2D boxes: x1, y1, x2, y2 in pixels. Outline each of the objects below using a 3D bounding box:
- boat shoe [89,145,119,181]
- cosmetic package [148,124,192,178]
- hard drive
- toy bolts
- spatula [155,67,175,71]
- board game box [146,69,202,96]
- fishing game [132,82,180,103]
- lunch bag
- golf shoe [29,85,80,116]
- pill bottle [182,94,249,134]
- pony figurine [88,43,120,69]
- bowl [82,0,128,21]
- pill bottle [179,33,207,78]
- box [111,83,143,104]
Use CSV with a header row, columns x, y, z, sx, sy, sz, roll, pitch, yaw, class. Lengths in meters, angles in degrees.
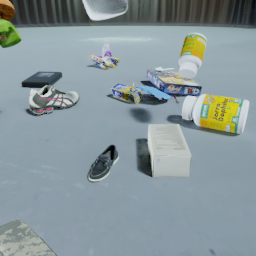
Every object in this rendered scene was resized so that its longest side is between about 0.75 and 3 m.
x,y,z,sx,sy,sz,roll,pitch,yaw,class
-0.564,0.786,6.689,0.474,0.421,1.269,12,28,24,boat shoe
0.982,0.516,7.039,0.897,0.606,1.705,1,25,1,cosmetic package
-4.086,-2.337,13.455,1.309,0.308,1.876,3,25,6,hard drive
-4.030,-2.823,6.797,2.059,1.495,2.156,-20,-3,5,toy bolts
2.048,-2.797,14.246,1.226,0.098,0.853,-12,58,-28,spatula
1.963,-2.071,12.474,1.664,0.425,2.456,3,23,-16,board game box
1.064,-1.343,11.029,1.961,0.305,1.404,16,19,-9,fishing game
-1.552,1.986,3.377,1.258,1.045,1.500,-17,31,-42,lunch bag
-2.609,-1.129,10.228,0.802,0.916,2.079,18,29,35,golf shoe
2.680,-0.492,8.683,1.844,1.040,1.040,13,28,25,pill bottle
-1.304,-4.042,16.288,1.616,1.346,1.560,30,45,23,pony figurine
-0.648,-3.590,7.556,1.171,1.169,0.437,-11,37,7,bowl
1.770,-1.996,7.783,0.635,1.143,0.635,15,-17,5,pill bottle
-0.071,-1.385,11.135,1.325,0.464,0.426,23,54,40,box
